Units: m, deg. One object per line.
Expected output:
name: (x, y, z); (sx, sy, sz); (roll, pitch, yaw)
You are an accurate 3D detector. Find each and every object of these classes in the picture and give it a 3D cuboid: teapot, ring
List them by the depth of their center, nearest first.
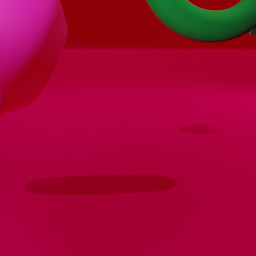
teapot: (-0.813, -0.505, 1.709); (0.665, 1.359, 0.845); (25, -33, -32)
ring: (1.157, -2.227, 3.808); (2.080, 2.080, 0.416); (-2, 5, -6)

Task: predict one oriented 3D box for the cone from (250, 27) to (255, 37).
cone: (3.166, -2.615, 6.808); (0.854, 0.857, 0.854); (6, 45, -6)
